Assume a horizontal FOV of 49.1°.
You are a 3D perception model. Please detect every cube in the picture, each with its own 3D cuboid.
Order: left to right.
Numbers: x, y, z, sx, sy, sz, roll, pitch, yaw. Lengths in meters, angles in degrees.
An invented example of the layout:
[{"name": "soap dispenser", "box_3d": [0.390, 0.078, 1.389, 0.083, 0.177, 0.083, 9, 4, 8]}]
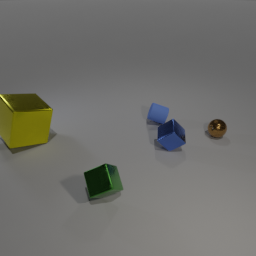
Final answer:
[{"name": "cube", "box_3d": [-3.692, -0.305, 9.908, 1.400, 1.400, 1.400, -8, 35, -43]}, {"name": "cube", "box_3d": [-0.641, 1.411, 7.420, 0.700, 0.700, 0.700, -24, -21, 15]}, {"name": "cube", "box_3d": [1.497, 0.249, 9.657, 0.700, 0.700, 0.700, -31, 33, 31]}]

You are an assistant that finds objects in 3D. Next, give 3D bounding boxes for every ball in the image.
[{"name": "ball", "box_3d": [3.339, 0.010, 10.480, 0.700, 0.700, 0.700, 0, 28, 0]}]

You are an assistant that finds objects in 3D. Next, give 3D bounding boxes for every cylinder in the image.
[{"name": "cylinder", "box_3d": [1.225, -0.597, 11.420, 0.700, 0.700, 0.700, 19, 28, -4]}]
